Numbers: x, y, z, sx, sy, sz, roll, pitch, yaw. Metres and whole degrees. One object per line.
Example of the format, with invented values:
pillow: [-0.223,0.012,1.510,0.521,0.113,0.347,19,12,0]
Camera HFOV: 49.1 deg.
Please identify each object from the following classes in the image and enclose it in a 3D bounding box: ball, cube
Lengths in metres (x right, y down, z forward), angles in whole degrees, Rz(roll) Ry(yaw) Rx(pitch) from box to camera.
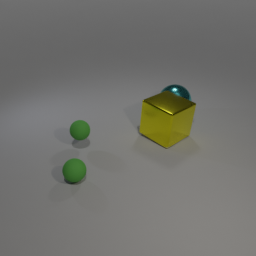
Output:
ball: [-1.570,1.240,8.218,0.700,0.700,0.700,0,30,0]
ball: [-1.639,0.076,9.560,0.700,0.700,0.700,0,30,0]
ball: [1.943,-1.118,11.699,1.400,1.400,1.400,0,30,0]
cube: [1.429,-0.358,10.290,1.400,1.400,1.400,-25,42,-37]
